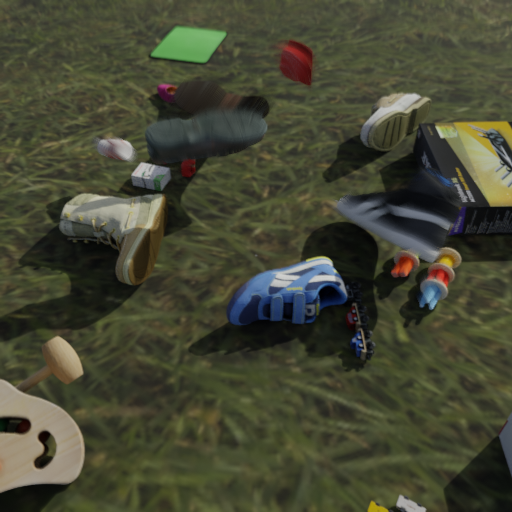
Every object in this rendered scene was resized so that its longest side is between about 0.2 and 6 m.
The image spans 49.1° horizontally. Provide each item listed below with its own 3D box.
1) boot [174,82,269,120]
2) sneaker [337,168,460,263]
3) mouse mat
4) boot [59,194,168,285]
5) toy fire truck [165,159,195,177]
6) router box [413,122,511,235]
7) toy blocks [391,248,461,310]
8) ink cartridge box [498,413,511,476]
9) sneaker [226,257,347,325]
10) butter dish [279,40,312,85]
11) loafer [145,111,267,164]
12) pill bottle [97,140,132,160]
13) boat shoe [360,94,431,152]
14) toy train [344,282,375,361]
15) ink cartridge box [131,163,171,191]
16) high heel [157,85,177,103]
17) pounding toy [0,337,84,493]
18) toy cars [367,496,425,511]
[{"bbox_3d":[-1.130,-3.027,12.115,2.121,0.731,2.276,5,-1,-29],"label":"boot"},{"bbox_3d":[2.742,-1.008,10.476,0.998,1.529,2.733,27,8,-33],"label":"sneaker"},{"bbox_3d":[-2.106,-6.714,17.777,1.913,0.089,2.377,11,44,11],"label":"mouse mat"},{"bbox_3d":[-2.850,-0.398,10.763,1.928,0.898,2.493,4,39,3],"label":"boot"},{"bbox_3d":[-1.792,-2.435,13.229,0.976,0.337,1.384,9,44,9],"label":"toy fire truck"},{"bbox_3d":[5.028,-1.766,12.186,2.458,0.817,3.127,-2,45,-2],"label":"router box"},{"bbox_3d":[3.021,0.331,10.302,1.141,0.497,1.370,22,49,20],"label":"toy blocks"},{"bbox_3d":[4.173,2.627,7.687,1.209,0.878,0.874,0,45,0],"label":"ink cartridge box"},{"bbox_3d":[0.568,0.733,9.680,2.236,0.827,0.919,-20,50,-18],"label":"sneaker"},{"bbox_3d":[0.738,-3.922,11.500,0.577,0.781,0.779,-25,46,-26],"label":"butter dish"},{"bbox_3d":[-0.888,-2.075,9.985,2.142,0.674,0.770,-8,56,-13],"label":"loafer"},{"bbox_3d":[-3.031,-2.277,11.972,0.709,0.389,0.389,13,44,32],"label":"pill bottle"},{"bbox_3d":[3.248,-3.326,13.752,0.925,1.011,2.704,30,42,30],"label":"boat shoe"},{"bbox_3d":[1.735,1.096,9.679,0.382,0.285,1.670,-4,44,0],"label":"toy train"},{"bbox_3d":[-2.361,-1.775,12.580,0.722,0.304,0.527,13,46,12],"label":"ink cartridge box"},{"bbox_3d":[-2.044,-4.451,14.919,0.589,0.840,1.750,-34,54,-30],"label":"high heel"},{"bbox_3d":[-3.364,2.720,7.698,1.725,1.731,3.018,46,66,4],"label":"pounding toy"},{"bbox_3d":[1.847,3.398,7.426,0.780,0.173,0.350,-7,50,-11],"label":"toy cars"}]
